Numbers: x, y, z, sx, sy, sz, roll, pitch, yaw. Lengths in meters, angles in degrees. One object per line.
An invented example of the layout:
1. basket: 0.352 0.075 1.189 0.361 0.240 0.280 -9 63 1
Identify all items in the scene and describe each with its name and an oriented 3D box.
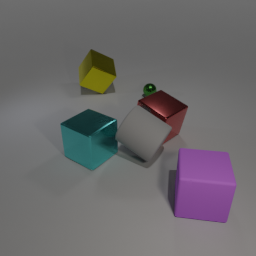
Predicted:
1. cube: 2.066 1.560 7.812 1.400 1.400 1.400 5 31 8
2. cube: 1.223 -0.402 10.854 1.400 1.400 1.400 37 45 29
3. cylinder: 0.514 0.186 9.373 1.400 1.400 1.400 34 39 9
4. cube: -1.319 0.360 9.818 1.400 1.400 1.400 21 37 31
5. cube: -1.595 -2.880 14.406 1.400 1.400 1.400 17 45 -32
6. ball: 1.115 -1.931 14.281 0.700 0.700 0.700 0 31 0
